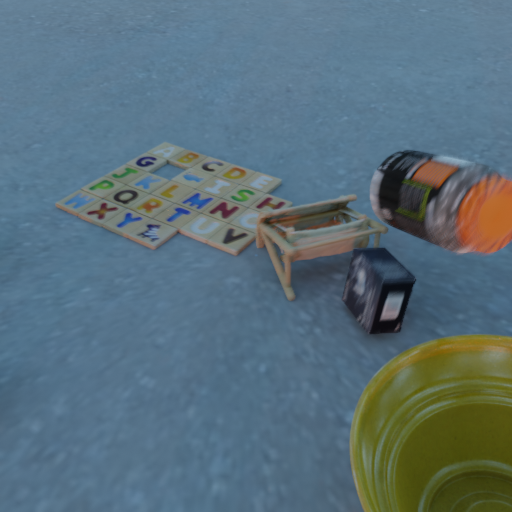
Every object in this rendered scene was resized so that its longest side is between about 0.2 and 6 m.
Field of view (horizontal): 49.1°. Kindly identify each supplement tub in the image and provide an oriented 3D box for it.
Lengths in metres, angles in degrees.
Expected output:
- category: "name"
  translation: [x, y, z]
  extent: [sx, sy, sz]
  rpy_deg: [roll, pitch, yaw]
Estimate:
- category: "supplement tub"
  translation: [2.395, -0.709, 7.205]
  extent: [1.110, 1.110, 1.812]
  rpy_deg: [-16, 24, -20]

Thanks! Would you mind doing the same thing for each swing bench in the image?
- category: "swing bench"
  translation: [0.921, -0.279, 8.440]
  extent: [1.511, 0.985, 1.519]
  rpy_deg: [-13, 39, -14]

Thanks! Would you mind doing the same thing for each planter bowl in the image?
- category: "planter bowl"
  translation: [2.290, 2.200, 4.918]
  extent: [3.045, 1.268, 3.045]
  rpy_deg: [0, 37, 0]

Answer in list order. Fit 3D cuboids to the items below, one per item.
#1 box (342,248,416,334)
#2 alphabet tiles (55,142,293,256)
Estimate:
- category: "box"
  translation: [1.588, 0.449, 7.385]
  extent: [0.501, 0.838, 0.852]
  rpy_deg: [-1, 28, -18]
- category: "alphabet tiles"
  translation: [-1.299, -1.061, 10.166]
  extent: [3.553, 0.134, 2.970]
  rpy_deg: [21, 42, 26]
